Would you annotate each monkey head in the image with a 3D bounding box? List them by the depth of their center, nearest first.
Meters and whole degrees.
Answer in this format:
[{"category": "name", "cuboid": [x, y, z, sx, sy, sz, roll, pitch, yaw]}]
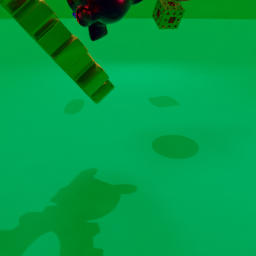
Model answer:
[{"category": "monkey head", "cuboid": [-0.440, -2.273, 5.382, 1.104, 1.318, 1.832, 28, 52, 36]}]

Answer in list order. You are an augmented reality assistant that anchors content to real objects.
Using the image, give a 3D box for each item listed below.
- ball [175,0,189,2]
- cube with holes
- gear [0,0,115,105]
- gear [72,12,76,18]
[{"category": "ball", "cuboid": [1.423, -3.848, 7.146, 1.140, 1.140, 1.140, 0, 23, 0]}, {"category": "cube with holes", "cuboid": [1.461, -4.202, 10.273, 0.782, 0.782, 0.782, -9, 59, -21]}, {"category": "gear", "cuboid": [-1.004, -1.175, 3.947, 0.364, 1.968, 1.968, -44, 32, -1]}, {"category": "gear", "cuboid": [-1.575, -4.497, 9.829, 0.247, 1.333, 1.333, 23, 25, -1]}]
